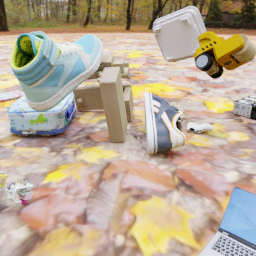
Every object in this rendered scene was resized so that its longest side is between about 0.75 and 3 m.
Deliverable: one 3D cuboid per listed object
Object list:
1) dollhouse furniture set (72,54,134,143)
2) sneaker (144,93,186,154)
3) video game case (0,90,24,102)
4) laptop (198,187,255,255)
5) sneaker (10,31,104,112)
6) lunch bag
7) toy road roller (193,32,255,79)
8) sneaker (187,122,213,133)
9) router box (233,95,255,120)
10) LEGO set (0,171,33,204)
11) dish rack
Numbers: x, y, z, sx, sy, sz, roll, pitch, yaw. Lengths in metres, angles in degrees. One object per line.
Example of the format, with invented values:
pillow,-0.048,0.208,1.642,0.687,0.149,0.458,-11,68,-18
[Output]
dollhouse furniture set,-1.173,-1.007,9.408,2.299,2.683,2.822,-2,38,8
sneaker,1.096,-0.213,8.865,1.169,1.155,2.944,-4,34,2
video game case,-5.613,-1.468,13.025,1.464,0.128,1.046,-21,31,-40
laptop,2.032,1.816,4.561,1.284,0.795,1.371,19,29,38
sneaker,-1.776,-1.979,7.299,1.154,1.894,2.901,21,61,26
lunch bag,-2.895,-0.574,9.820,1.973,1.012,2.455,-1,23,1
toy road roller,2.841,-2.430,8.548,1.742,1.272,1.071,-23,-24,37
sneaker,2.397,0.042,9.388,0.877,0.327,0.382,1,34,20
router box,5.383,-0.698,10.707,1.568,0.537,2.103,-19,30,-37
LEGO set,-3.316,1.297,6.107,2.471,0.920,1.137,9,-10,31
dish rack,2.048,-3.640,11.367,2.305,1.978,0.502,-2,32,48
